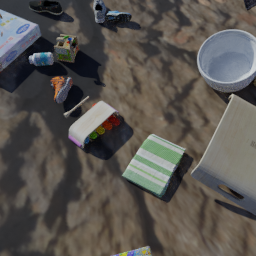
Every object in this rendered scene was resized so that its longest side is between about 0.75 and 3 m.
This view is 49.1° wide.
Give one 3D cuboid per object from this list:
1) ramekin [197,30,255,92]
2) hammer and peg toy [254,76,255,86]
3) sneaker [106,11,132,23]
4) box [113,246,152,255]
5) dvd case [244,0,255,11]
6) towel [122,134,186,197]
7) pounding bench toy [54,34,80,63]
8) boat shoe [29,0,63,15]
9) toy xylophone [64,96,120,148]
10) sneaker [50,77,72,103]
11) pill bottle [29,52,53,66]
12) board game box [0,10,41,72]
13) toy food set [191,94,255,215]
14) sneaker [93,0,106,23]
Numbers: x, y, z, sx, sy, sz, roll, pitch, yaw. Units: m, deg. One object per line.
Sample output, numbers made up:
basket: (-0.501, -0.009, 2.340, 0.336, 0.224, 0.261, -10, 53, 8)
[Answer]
ramekin: (3.166, -2.002, 8.766, 1.860, 0.976, 1.860, -7, 70, 19)
hammer and peg toy: (4.408, -2.608, 9.536, 1.709, 0.820, 2.324, -22, 60, -14)
sneaker: (-0.351, -4.444, 10.973, 1.019, 0.400, 0.459, 6, 54, 3)
box: (-0.379, 3.635, 5.260, 2.148, 1.311, 2.069, -11, 58, -6)
dvd case: (3.704, -4.014, 7.460, 1.387, 1.866, 0.149, -28, 71, 24)
towel: (0.747, 0.962, 7.655, 1.190, 0.182, 1.560, 26, 62, 16)
pounding bench toy: (-2.109, -2.907, 9.636, 0.608, 0.979, 0.764, 10, 58, 6)
boat shoe: (-3.340, -4.936, 11.263, 1.422, 0.446, 0.520, 13, 59, 10)
toy xylophone: (-1.101, -0.262, 8.279, 1.673, 0.420, 1.225, -36, 64, -21)
sneaker: (-2.242, -1.229, 8.952, 0.616, 0.426, 1.099, 9, 48, 11)
pill bottle: (-2.981, -2.363, 9.626, 0.755, 0.418, 0.418, -4, 58, -2)
board game box: (-4.959, -3.224, 10.101, 2.539, 0.524, 2.545, 26, 61, 16)
toy food set: (3.194, 0.626, 7.583, 2.094, 0.882, 2.919, 32, 63, 5)
sneaker: (-1.109, -4.785, 11.086, 0.502, 0.550, 1.342, -8, 58, -5)
